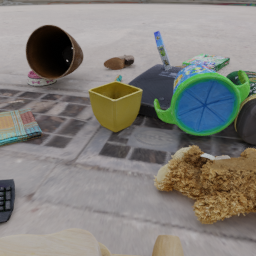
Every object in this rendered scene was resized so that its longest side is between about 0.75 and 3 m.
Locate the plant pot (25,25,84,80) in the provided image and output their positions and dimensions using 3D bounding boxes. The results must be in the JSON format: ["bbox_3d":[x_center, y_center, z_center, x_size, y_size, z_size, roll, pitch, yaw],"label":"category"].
[{"bbox_3d":[-2.474,-2.749,10.506,1.835,1.835,1.964,7,12,12],"label":"plant pot"}]

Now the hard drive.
[{"bbox_3d":[1.130,-1.262,9.173,2.019,0.634,2.993,16,37,27],"label":"hard drive"}]

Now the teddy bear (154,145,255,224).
[{"bbox_3d":[1.838,1.019,5.105,2.782,0.929,2.017,2,20,19],"label":"teddy bear"}]

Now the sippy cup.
[{"bbox_3d":[1.820,-0.868,7.149,2.096,1.646,1.536,12,31,-6],"label":"sippy cup"}]

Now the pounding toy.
[{"bbox_3d":[-0.686,2.112,3.102,2.751,1.578,1.573,-7,56,6],"label":"pounding toy"}]

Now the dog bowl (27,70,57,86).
[{"bbox_3d":[-3.382,-2.004,10.949,1.126,0.415,1.126,0,29,0],"label":"dog bowl"}]

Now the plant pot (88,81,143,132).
[{"bbox_3d":[-0.324,-0.527,7.539,1.049,1.073,1.042,24,37,38],"label":"plant pot"}]

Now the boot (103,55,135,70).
[{"bbox_3d":[-0.436,-3.058,12.868,1.571,0.552,1.148,-6,23,-13],"label":"boot"}]

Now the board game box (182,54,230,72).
[{"bbox_3d":[3.608,-2.982,12.854,1.424,0.308,2.116,20,34,33],"label":"board game box"}]

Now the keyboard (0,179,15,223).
[{"bbox_3d":[-3.388,1.136,4.877,2.630,0.271,1.672,-2,31,-22],"label":"keyboard"}]

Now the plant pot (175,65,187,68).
[{"bbox_3d":[2.092,-1.937,10.789,1.755,0.241,1.755,-3,37,2],"label":"plant pot"}]

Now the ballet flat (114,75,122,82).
[{"bbox_3d":[-0.416,-1.827,10.865,0.258,0.281,0.819,-21,19,21],"label":"ballet flat"}]

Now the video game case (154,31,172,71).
[{"bbox_3d":[1.094,-2.455,8.861,0.224,0.893,0.985,-17,42,13],"label":"video game case"}]

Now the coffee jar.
[{"bbox_3d":[3.451,-0.597,7.509,1.444,1.181,2.768,8,29,2],"label":"coffee jar"}]

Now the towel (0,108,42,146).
[{"bbox_3d":[-3.672,0.041,7.348,2.457,0.267,1.802,-14,32,-24],"label":"towel"}]
